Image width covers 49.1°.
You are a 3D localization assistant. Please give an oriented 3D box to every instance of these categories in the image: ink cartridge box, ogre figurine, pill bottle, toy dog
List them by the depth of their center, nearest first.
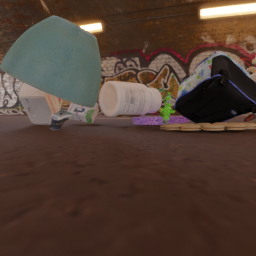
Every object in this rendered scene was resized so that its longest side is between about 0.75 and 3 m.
[{"bbox_3d":[1.014,-0.478,7.214,0.392,0.799,0.479,26,14,0],"label":"ogre figurine"},{"bbox_3d":[4.382,-1.164,9.530,1.238,2.570,1.695,-10,-13,-17],"label":"toy dog"},{"bbox_3d":[-3.229,-1.561,10.990,1.016,2.401,1.735,3,-33,5],"label":"ink cartridge box"},{"bbox_3d":[0.161,-1.143,11.397,2.427,1.388,1.388,-3,4,-40],"label":"pill bottle"},{"bbox_3d":[-1.995,-0.758,12.395,1.172,0.851,0.513,10,-37,13],"label":"ink cartridge box"}]

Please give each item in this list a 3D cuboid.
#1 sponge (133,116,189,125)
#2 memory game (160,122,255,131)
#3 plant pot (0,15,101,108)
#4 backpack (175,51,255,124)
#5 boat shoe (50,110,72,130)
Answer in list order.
[{"bbox_3d":[1.406,-0.326,11.553,2.214,0.330,1.235,-4,4,-44],"label":"sponge"},{"bbox_3d":[2.171,-0.054,7.707,2.578,0.164,2.578,-1,2,0],"label":"memory game"},{"bbox_3d":[-1.744,-1.858,7.380,2.577,1.735,2.577,24,7,-3],"label":"plant pot"},{"bbox_3d":[2.810,-1.173,9.192,2.086,1.676,2.280,32,-37,-20],"label":"backpack"},{"bbox_3d":[-1.764,-0.204,7.283,0.314,0.403,0.888,24,15,8],"label":"boat shoe"}]
